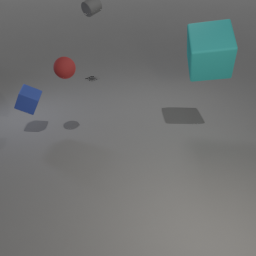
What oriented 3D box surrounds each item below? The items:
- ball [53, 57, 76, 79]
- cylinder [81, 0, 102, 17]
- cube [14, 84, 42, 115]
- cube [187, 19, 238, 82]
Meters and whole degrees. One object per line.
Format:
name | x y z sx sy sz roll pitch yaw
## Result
ball | -2.033 -1.930 8.985 0.700 0.700 0.700 0 29 0
cylinder | -1.675 -5.588 12.892 0.700 0.700 0.700 26 57 38
cube | -3.613 -1.033 10.164 0.700 0.700 0.700 21 34 -18
cube | 2.763 -2.591 9.470 1.400 1.400 1.400 -4 58 9
